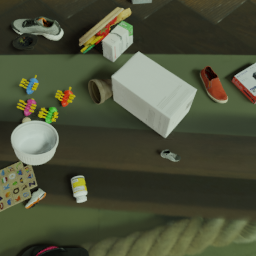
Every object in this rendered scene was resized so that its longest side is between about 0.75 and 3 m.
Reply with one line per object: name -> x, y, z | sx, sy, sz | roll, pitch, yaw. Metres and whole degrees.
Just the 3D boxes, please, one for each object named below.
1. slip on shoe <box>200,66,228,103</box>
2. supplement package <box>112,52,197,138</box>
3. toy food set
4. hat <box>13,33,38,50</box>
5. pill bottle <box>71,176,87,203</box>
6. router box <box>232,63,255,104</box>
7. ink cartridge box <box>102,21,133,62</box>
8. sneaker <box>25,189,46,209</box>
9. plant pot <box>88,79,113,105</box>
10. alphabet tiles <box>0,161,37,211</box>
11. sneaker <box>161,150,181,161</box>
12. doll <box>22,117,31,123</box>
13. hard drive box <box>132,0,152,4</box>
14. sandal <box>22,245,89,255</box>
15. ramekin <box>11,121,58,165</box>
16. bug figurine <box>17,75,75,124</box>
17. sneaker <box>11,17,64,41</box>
slip on shoe -> 3.723, -1.891, 12.133 | 0.700, 0.578, 1.888 | -18, 67, -10
supplement package -> 0.961, -1.331, 11.217 | 2.859, 1.733, 1.712 | 37, 70, 16
toy food set -> -1.130, -4.358, 12.351 | 0.627, 2.550, 2.576 | 50, 41, -20
hat -> -4.750, -3.940, 13.180 | 1.204, 0.486, 1.204 | -2, 56, 4
pill bottle -> -1.762, 2.229, 10.192 | 0.490, 0.490, 0.881 | -13, 65, -6
router box -> 5.689, -2.031, 12.290 | 1.633, 0.399, 1.466 | -31, 68, -14
ink cartridge box -> -0.468, -3.956, 12.832 | 0.634, 1.101, 1.509 | 35, 69, 15
sneaker -> -3.407, 2.558, 10.172 | 0.380, 0.313, 0.827 | 37, 62, 24
plant pot -> -1.017, -1.631, 11.845 | 0.924, 1.065, 1.065 | -22, 65, -27
alphabet tiles -> -4.349, 2.128, 10.359 | 1.863, 0.059, 1.551 | -24, 62, -7
sneaker -> 1.665, 1.043, 10.779 | 0.794, 0.459, 0.298 | 12, 65, 6
doll -> -3.879, 0.297, 11.161 | 1.183, 0.420, 1.734 | -23, 66, -8
hard drive box -> 0.709, -6.958, 14.669 | 1.017, 0.391, 0.793 | -4, 64, -2
sandal -> -2.460, 4.276, 9.181 | 2.345, 0.528, 0.881 | -3, 64, -2
ramekin -> -2.710, 0.474, 8.190 | 1.286, 0.675, 1.286 | 9, 48, -10
bug figurine -> -3.493, -1.173, 11.774 | 2.370, 0.610, 1.838 | 20, 72, 5
sneaker -> -4.361, -4.923, 13.369 | 2.500, 0.991, 0.924 | 9, 66, 6
